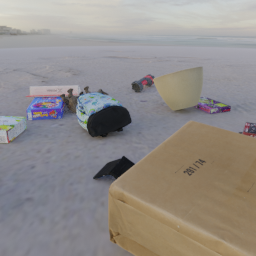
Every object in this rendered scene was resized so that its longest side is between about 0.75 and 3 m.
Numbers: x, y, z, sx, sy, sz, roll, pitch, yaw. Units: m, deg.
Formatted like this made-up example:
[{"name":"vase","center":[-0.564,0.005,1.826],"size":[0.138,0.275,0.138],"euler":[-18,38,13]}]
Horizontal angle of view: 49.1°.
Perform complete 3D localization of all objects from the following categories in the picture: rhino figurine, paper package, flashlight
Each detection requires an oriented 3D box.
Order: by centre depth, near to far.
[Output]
[{"name":"paper package","center":[1.489,1.269,4.820],"size":[2.607,1.415,2.735],"euler":[19,35,34]},{"name":"rhino figurine","center":[-1.868,-1.342,13.013],"size":[2.396,0.716,1.048],"euler":[-16,70,-39]},{"name":"flashlight","center":[0.957,-2.647,16.789],"size":[0.730,0.733,2.156],"euler":[3,25,25]}]

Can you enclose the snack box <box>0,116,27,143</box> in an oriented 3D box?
[{"name":"snack box","center":[-4.813,0.012,9.907],"size":[1.950,0.517,1.387],"euler":[2,21,6]}]

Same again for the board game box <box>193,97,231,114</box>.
[{"name":"board game box","center":[3.748,-1.104,13.249],"size":[1.161,0.313,1.935],"euler":[-4,21,-22]}]

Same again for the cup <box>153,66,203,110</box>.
[{"name":"cup","center":[2.367,-1.672,12.458],"size":[2.217,1.586,2.217],"euler":[-13,4,1]}]

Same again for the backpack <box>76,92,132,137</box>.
[{"name":"backpack","center":[-1.113,-0.562,10.411],"size":[1.676,1.579,2.054],"euler":[-21,12,-21]}]

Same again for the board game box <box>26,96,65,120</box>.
[{"name":"board game box","center":[-3.577,-0.922,12.449],"size":[1.393,0.464,2.072],"euler":[-3,21,-7]}]

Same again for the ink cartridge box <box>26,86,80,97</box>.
[{"name":"ink cartridge box","center":[-3.691,-1.848,14.115],"size":[2.443,0.546,2.152],"euler":[-3,5,-6]}]

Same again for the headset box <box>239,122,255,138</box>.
[{"name":"headset box","center":[4.371,0.281,9.145],"size":[1.463,0.549,1.087],"euler":[10,23,24]}]

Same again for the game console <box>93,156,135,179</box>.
[{"name":"game console","center":[-0.289,1.188,7.404],"size":[0.848,0.561,0.964],"euler":[35,29,6]}]
